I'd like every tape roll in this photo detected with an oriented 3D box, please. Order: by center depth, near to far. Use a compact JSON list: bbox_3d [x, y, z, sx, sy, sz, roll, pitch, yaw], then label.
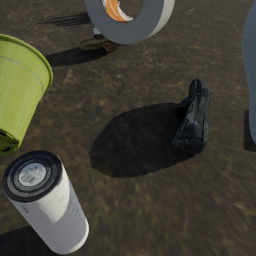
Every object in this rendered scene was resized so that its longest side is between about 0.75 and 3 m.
[{"bbox_3d":[0.013,-4.205,8.975,2.843,2.843,0.939,22,35,21],"label":"tape roll"}]

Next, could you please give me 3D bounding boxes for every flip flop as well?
[{"bbox_3d":[-0.909,-3.304,11.309,2.087,0.846,0.601,-7,81,1],"label":"flip flop"}]

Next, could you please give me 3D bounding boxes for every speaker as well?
[{"bbox_3d":[-1.363,1.471,5.121,0.956,2.355,0.956,-3,49,3],"label":"speaker"}]

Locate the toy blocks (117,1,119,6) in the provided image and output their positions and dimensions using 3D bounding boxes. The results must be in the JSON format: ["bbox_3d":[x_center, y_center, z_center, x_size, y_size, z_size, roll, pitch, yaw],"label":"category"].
[{"bbox_3d":[-1.190,-6.238,14.030,1.317,1.109,1.231,10,45,10],"label":"toy blocks"}]

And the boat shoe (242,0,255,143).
[{"bbox_3d":[2.952,-1.095,5.251,1.333,2.937,1.039,-13,16,-34],"label":"boat shoe"}]

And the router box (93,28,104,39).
[{"bbox_3d":[-0.776,-3.771,11.546,1.290,1.014,0.337,-7,81,-6],"label":"router box"}]

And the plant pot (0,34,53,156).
[{"bbox_3d":[-3.521,-0.674,7.565,2.627,2.627,2.495,-1,57,-1],"label":"plant pot"}]

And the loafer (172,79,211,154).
[{"bbox_3d":[1.822,-0.509,8.166,0.997,0.964,2.840,13,49,3],"label":"loafer"}]
